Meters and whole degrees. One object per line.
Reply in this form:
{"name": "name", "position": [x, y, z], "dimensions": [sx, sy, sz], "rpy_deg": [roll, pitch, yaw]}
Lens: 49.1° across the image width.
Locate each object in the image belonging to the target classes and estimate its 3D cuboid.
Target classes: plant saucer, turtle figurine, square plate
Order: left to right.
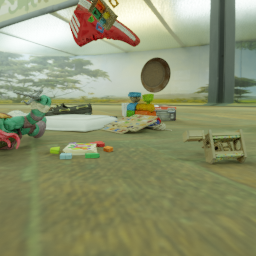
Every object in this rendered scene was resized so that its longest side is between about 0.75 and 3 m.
{"name": "turtle figurine", "position": [-2.899, -0.231, 6.359], "dimensions": [2.200, 1.480, 2.939], "rpy_deg": [15, -10, -2]}
{"name": "square plate", "position": [-2.131, -0.255, 11.126], "dimensions": [2.927, 0.420, 2.955], "rpy_deg": [3, 7, 24]}
{"name": "plant saucer", "position": [1.233, -2.466, 13.028], "dimensions": [1.632, 1.632, 0.299], "rpy_deg": [-3, 19, -27]}

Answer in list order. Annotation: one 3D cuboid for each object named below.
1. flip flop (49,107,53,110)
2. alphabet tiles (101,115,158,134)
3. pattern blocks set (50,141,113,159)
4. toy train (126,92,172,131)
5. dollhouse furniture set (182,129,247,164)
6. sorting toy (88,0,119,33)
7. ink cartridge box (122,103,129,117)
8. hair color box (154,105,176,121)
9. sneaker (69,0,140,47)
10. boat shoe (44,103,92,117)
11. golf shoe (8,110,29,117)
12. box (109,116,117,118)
{"name": "flip flop", "position": [-4.399, -0.870, 15.584], "dimensions": [2.103, 0.605, 0.853], "rpy_deg": [2, 7, 20]}
{"name": "alphabet tiles", "position": [0.037, -0.161, 9.789], "dimensions": [1.611, 0.061, 1.936], "rpy_deg": [-24, 18, -31]}
{"name": "pattern blocks set", "position": [-1.015, 0.454, 6.155], "dimensions": [1.348, 0.124, 1.534], "rpy_deg": [-2, 7, -16]}
{"name": "toy train", "position": [0.809, -0.672, 10.465], "dimensions": [1.005, 1.374, 2.374], "rpy_deg": [-6, 9, -38]}
{"name": "dollhouse furniture set", "position": [1.512, 0.447, 5.348], "dimensions": [1.057, 0.587, 0.934], "rpy_deg": [-1, -18, -8]}
{"name": "sorting toy", "position": [-0.680, -2.964, 7.294], "dimensions": [0.182, 0.753, 1.337], "rpy_deg": [-52, 10, -29]}
{"name": "ink cartridge box", "position": [0.082, -1.062, 16.425], "dimensions": [0.790, 0.793, 1.092], "rpy_deg": [-1, 7, -8]}
{"name": "hair color box", "position": [1.529, -0.802, 14.441], "dimensions": [1.292, 0.745, 2.329], "rpy_deg": [-1, 8, -9]}
{"name": "sneaker", "position": [-0.933, -3.307, 10.022], "dimensions": [2.607, 1.506, 1.021], "rpy_deg": [36, 15, 6]}
{"name": "boat shoe", "position": [-3.217, -0.838, 14.194], "dimensions": [2.835, 0.853, 1.011], "rpy_deg": [0, 7, -1]}
{"name": "golf shoe", "position": [-4.588, -0.401, 11.724], "dimensions": [1.591, 0.623, 0.774], "rpy_deg": [1, 12, 16]}
{"name": "box", "position": [-1.214, -0.450, 13.491], "dimensions": [1.029, 0.256, 1.021], "rpy_deg": [5, 9, 34]}
